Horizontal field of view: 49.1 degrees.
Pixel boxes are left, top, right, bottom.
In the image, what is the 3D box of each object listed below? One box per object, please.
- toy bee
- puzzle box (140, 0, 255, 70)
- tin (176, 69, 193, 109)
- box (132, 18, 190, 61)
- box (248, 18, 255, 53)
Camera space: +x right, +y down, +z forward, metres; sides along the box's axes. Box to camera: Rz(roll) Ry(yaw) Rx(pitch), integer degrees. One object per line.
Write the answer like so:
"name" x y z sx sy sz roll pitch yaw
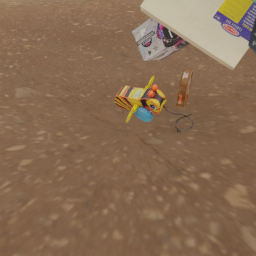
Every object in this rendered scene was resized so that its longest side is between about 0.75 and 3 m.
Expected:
"toy bee" 0.288 -0.412 3.813 1.153 0.627 0.755 0 59 18
"puzzle box" 1.901 -2.876 6.675 2.730 1.816 0.347 36 6 5
"tin" 1.283 -0.903 6.347 0.246 0.657 1.173 15 37 11
"box" 1.278 -2.906 8.485 1.855 1.064 1.226 -25 -2 38
"box" 3.074 -2.084 4.189 2.174 1.714 0.555 -18 53 -6
